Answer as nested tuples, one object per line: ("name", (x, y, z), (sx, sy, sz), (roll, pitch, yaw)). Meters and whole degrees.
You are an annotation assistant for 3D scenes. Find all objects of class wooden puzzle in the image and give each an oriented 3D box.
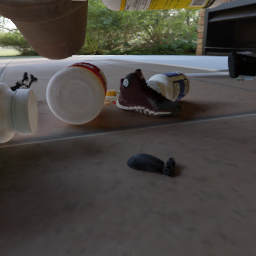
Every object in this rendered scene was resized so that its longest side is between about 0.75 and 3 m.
("wooden puzzle", (-0.390, -1.405, 11.533), (1.478, 0.369, 1.596), (-2, 15, -6))

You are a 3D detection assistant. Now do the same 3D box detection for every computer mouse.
("computer mouse", (0.430, 0.631, 5.333), (0.925, 0.244, 0.641), (5, 19, 15))

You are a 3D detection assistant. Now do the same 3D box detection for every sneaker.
("sneaker", (0.615, -1.228, 9.280), (2.464, 1.423, 0.932), (11, 21, 32))

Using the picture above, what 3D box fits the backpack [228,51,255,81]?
("backpack", (2.952, -1.506, 7.015), (0.860, 0.701, 0.661), (-2, -15, -1))

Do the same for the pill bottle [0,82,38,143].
("pill bottle", (-3.477, -0.334, 6.419), (2.539, 1.425, 1.425), (-2, 18, -7))

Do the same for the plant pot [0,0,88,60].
("plant pot", (-2.208, -3.383, 7.974), (2.899, 2.528, 2.899), (-2, 59, 3))

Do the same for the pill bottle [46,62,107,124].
("pill bottle", (-1.502, -1.266, 9.062), (1.638, 1.638, 2.900), (-1, 17, -2))

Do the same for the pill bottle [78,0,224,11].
("pill bottle", (0.346, -3.025, 5.107), (2.880, 1.619, 1.619), (-4, 18, -7))

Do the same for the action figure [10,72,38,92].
("action figure", (-4.291, -1.477, 11.166), (1.010, 0.867, 1.699), (13, 47, 13))

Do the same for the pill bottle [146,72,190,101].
("pill bottle", (1.410, -1.490, 10.603), (1.140, 1.140, 2.054), (13, 21, 36))

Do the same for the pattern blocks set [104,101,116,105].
("pattern blocks set", (-0.857, -0.999, 10.844), (0.765, 0.062, 0.672), (-9, 20, -27))
